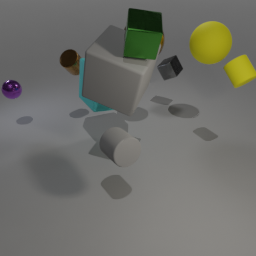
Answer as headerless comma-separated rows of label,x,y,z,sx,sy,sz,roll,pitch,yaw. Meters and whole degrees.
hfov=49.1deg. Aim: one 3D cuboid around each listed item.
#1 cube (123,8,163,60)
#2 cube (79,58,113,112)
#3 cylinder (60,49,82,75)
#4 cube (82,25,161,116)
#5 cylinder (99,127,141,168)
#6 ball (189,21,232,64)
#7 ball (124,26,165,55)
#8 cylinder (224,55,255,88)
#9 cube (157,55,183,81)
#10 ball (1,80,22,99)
cube,0.301,-1.946,5.829,0.700,0.700,0.700,6,56,-5
cube,-0.738,-1.490,9.357,1.400,1.400,1.400,-9,30,-28
cylinder,-1.958,-2.322,9.952,0.700,0.700,0.700,10,-10,17
cube,-0.183,-1.427,6.960,1.400,1.400,1.400,23,49,6
cylinder,-0.179,0.415,6.218,0.700,0.700,0.700,-16,28,-27
ball,2.807,-2.892,9.552,1.400,1.400,1.400,0,29,0
ball,0.488,-2.868,9.110,1.400,1.400,1.400,0,29,0
cylinder,3.234,-1.623,8.064,0.700,0.700,0.700,-25,-10,-4
cube,1.796,-2.560,11.952,0.700,0.700,0.700,-10,30,45
ball,-4.246,-1.406,10.236,0.700,0.700,0.700,0,29,0
